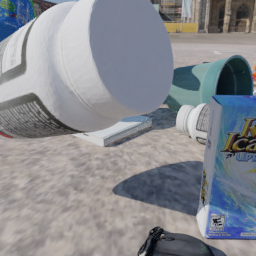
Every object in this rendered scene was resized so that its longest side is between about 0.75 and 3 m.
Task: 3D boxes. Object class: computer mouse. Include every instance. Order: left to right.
[{"bbox_3d":[0.699,1.650,3.860,1.044,0.275,0.723,10,22,25],"label":"computer mouse"}]

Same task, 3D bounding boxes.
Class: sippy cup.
[{"bbox_3d":[-3.598,-2.908,7.936,2.608,2.048,1.912,26,33,-47],"label":"sippy cup"}]

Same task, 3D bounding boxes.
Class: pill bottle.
[{"bbox_3d":[-0.928,-0.716,3.996,2.914,1.659,1.659,-6,12,43],"label":"pill bottle"},{"bbox_3d":[2.282,-0.066,7.331,1.898,1.051,1.051,15,25,34],"label":"pill bottle"}]

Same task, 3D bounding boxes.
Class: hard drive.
[{"bbox_3d":[-0.467,-0.057,8.429,1.398,0.278,2.119,17,27,38],"label":"hard drive"}]

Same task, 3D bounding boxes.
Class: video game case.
[{"bbox_3d":[2.277,0.612,4.004,2.325,2.108,0.528,0,21,0],"label":"video game case"}]

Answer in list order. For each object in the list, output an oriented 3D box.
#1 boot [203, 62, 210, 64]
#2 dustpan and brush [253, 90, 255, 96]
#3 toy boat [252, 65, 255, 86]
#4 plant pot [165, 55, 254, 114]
[{"bbox_3d":[3.246,-2.182,12.324,2.301,1.515,0.803,-1,22,-4],"label":"boot"},{"bbox_3d":[5.194,-1.167,11.090,2.414,0.691,1.685,10,14,7],"label":"dustpan and brush"},{"bbox_3d":[6.790,-2.827,14.632,1.104,1.106,1.692,-19,28,-41],"label":"toy boat"},{"bbox_3d":[2.501,-1.186,9.088,2.210,2.210,2.164,-17,19,-38],"label":"plant pot"}]
